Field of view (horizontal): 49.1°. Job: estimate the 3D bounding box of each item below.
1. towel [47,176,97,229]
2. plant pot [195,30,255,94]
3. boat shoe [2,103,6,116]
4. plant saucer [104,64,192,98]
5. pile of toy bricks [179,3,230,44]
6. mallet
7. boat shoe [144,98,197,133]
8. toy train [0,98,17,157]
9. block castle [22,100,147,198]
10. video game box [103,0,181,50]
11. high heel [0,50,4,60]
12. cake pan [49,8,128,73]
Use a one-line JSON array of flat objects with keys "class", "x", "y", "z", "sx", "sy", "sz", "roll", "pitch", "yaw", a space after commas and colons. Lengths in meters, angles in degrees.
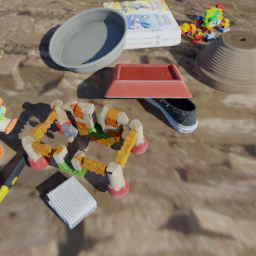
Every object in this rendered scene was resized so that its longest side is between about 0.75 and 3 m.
[{"class": "towel", "x": -1.188, "y": 1.561, "z": 5.879, "sx": 0.737, "sy": 0.381, "sz": 0.890, "roll": -36, "pitch": 57, "yaw": -27}, {"class": "plant pot", "x": 3.530, "y": -2.332, "z": 9.048, "sx": 2.558, "sy": 1.181, "sz": 2.558, "roll": 0, "pitch": 47, "yaw": 0}, {"class": "boat shoe", "x": -3.660, "y": -0.496, "z": 7.856, "sx": 0.375, "sy": 0.345, "sz": 1.049, "roll": -13, "pitch": 48, "yaw": -12}, {"class": "plant saucer", "x": 0.543, "y": -1.476, "z": 8.235, "sx": 2.319, "sy": 0.426, "sz": 2.315, "roll": 1, "pitch": 27, "yaw": 0}, {"class": "pile of toy bricks", "x": 3.134, "y": -4.205, "z": 10.874, "sx": 2.256, "sy": 1.114, "sz": 1.252, "roll": -23, "pitch": 50, "yaw": -20}, {"class": "mallet", "x": -2.639, "y": 1.266, "z": 5.844, "sx": 0.513, "sy": 0.822, "sz": 2.495, "roll": 9, "pitch": 47, "yaw": 6}, {"class": "boat shoe", "x": 1.126, "y": -0.948, "z": 8.013, "sx": 0.895, "sy": 0.738, "sz": 2.607, "roll": -22, "pitch": 50, "yaw": -20}, {"class": "toy train", "x": -3.015, "y": 0.541, "z": 5.992, "sx": 0.662, "sy": 2.381, "sz": 1.788, "roll": 20, "pitch": 19, "yaw": -20}, {"class": "block castle", "x": -0.937, "y": 0.437, "z": 6.439, "sx": 2.490, "sy": 1.168, "sz": 1.664, "roll": 14, "pitch": 54, "yaw": 18}, {"class": "video game box", "x": 0.438, "y": -4.194, "z": 11.183, "sx": 2.678, "sy": 0.688, "sz": 2.940, "roll": -5, "pitch": 47, "yaw": -8}, {"class": "high heel", "x": -4.366, "y": -2.158, "z": 9.372, "sx": 0.799, "sy": 0.400, "sz": 1.121, "roll": 21, "pitch": 66, "yaw": 27}, {"class": "cake pan", "x": -1.307, "y": -2.987, "z": 9.597, "sx": 2.841, "sy": 0.521, "sz": 2.841, "roll": -8, "pitch": 58, "yaw": 13}]
